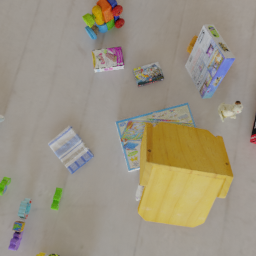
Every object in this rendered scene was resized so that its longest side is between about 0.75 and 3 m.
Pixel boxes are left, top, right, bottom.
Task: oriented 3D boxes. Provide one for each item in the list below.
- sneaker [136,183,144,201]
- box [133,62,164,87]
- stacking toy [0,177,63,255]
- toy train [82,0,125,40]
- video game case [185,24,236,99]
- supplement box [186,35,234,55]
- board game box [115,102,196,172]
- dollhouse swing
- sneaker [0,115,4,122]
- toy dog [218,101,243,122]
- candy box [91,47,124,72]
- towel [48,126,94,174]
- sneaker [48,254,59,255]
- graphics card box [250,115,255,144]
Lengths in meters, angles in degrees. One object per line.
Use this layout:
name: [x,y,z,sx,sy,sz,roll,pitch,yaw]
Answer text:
sneaker: [1.033,2.424,9.641,1.610,0.603,0.802,19,99,3]
box: [0.765,-2.026,10.595,1.035,0.195,0.707,-16,80,-3]
stacking toy: [-3.576,3.204,9.416,2.132,0.664,2.828,13,77,1]
toy train: [-1.021,-4.148,9.873,1.436,2.481,1.050,-39,81,-2]
video game case: [2.712,-2.224,9.531,0.420,1.848,1.675,-6,56,-16]
supplement box: [3.066,-2.844,10.576,1.648,0.548,0.567,27,80,4]
board game box: [1.088,0.324,10.005,2.734,0.468,1.838,-14,79,-3]
dollhouse swing: [1.663,1.590,9.513,2.715,2.387,2.467,9,44,-5]
sneaker: [-5.168,-0.602,10.068,1.437,0.505,0.576,16,58,-17]
toy dog: [3.706,-0.652,10.049,0.814,0.789,0.568,-16,122,26]
candy box: [-0.761,-2.598,10.624,1.160,0.354,0.791,-9,80,-1]
towel: [-2.056,0.769,10.074,1.076,0.174,1.465,-39,82,-6]
sneaker: [-1.969,4.816,9.118,1.748,0.659,0.668,26,87,15]
graphics card box: [5.466,-0.456,10.072,1.556,0.631,2.481,15,81,3]
